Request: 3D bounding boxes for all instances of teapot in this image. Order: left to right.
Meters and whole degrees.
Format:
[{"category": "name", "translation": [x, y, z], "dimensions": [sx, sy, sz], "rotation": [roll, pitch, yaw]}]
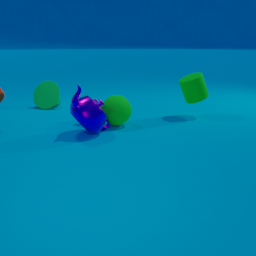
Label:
[{"category": "teapot", "translation": [-1.021, -0.456, 7.502], "dimensions": [0.846, 1.727, 1.074], "rotation": [-44, 44, -3]}]

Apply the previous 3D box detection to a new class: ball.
[{"category": "ball", "translation": [-0.344, -0.531, 8.313], "dimensions": [0.903, 0.903, 0.903], "rotation": [0, 17, 0]}]

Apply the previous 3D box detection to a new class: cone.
[{"category": "cone", "translation": [-2.925, -1.149, 11.017], "dimensions": [1.119, 1.119, 1.123], "rotation": [5, -9, 15]}]

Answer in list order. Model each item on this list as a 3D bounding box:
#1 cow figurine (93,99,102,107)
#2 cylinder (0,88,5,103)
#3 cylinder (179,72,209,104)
[{"category": "cow figurine", "translation": [-1.058, -0.494, 8.713], "dimensions": [0.504, 0.918, 0.903], "rotation": [-30, -23, 24]}, {"category": "cylinder", "translation": [-4.142, -1.071, 7.552], "dimensions": [1.113, 1.113, 1.113], "rotation": [-35, -1, -1]}, {"category": "cylinder", "translation": [2.153, -1.308, 9.159], "dimensions": [0.783, 0.783, 0.783], "rotation": [-21, 21, 8]}]
